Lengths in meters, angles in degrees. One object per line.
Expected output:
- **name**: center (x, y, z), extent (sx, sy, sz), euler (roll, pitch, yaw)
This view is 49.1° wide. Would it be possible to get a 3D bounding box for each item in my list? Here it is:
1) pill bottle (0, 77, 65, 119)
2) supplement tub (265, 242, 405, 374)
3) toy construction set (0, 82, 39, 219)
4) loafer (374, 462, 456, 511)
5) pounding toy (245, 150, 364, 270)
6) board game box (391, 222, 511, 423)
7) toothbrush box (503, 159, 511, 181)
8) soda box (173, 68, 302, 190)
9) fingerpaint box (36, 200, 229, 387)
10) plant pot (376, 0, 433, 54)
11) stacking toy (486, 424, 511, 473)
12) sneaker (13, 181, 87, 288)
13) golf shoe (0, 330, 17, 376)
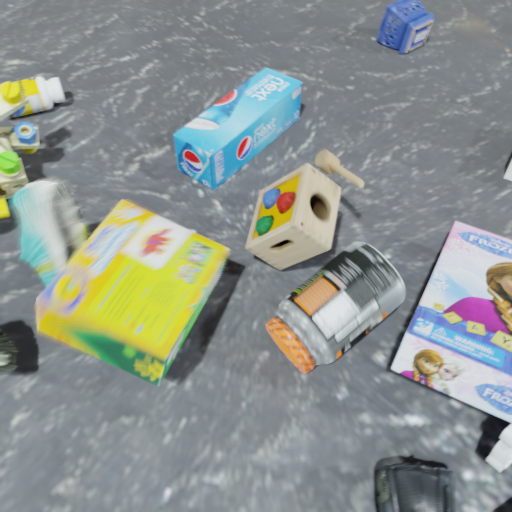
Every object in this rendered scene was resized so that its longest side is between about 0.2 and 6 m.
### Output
- **pill bottle**: center (-4.382, -3.119, 10.924), extent (1.157, 0.644, 0.644), euler (-17, 53, -14)
- **supplement tub**: center (1.022, 0.693, 7.372), extent (1.703, 1.043, 1.043), euler (-38, 59, -10)
- **toy construction set**: center (-5.075, -1.285, 8.794), extent (3.447, 1.588, 2.260), euler (-19, 77, -6)
- **loafer**: center (1.794, 3.378, 5.322), extent (1.003, 0.970, 2.857), euler (-6, 47, 6)
- **pounding toy**: center (0.719, -0.914, 8.087), extent (0.808, 1.551, 1.766), euler (31, 56, -27)
- **board game box**: center (3.634, 0.940, 6.952), extent (3.149, 0.648, 3.141), euler (22, 35, 17)
- **toothbrush box**: center (5.196, -1.836, 9.856), extent (1.108, 0.655, 1.521), euler (25, 56, 20)
- **soda box**: center (-0.273, -2.365, 10.171), extent (0.890, 0.842, 2.625), euler (31, 56, 23)
- **fingerpaint box**: center (-1.485, 0.400, 7.057), extent (1.628, 0.716, 1.952), euler (24, 46, 2)
- **plant pot**: center (3.336, -5.060, 12.401), extent (0.899, 0.899, 0.808), euler (-31, 64, -23)
- **stacking toy**: center (4.044, 2.309, 6.137), extent (2.545, 0.598, 1.919), euler (-16, 41, -35)
- **sneaker**: center (-2.713, 0.017, 7.609), extent (0.831, 2.086, 0.808), euler (-2, 15, 22)
- **golf shoe**: center (-3.886, 1.068, 6.647), extent (1.964, 0.865, 0.758), euler (26, 33, -34)
